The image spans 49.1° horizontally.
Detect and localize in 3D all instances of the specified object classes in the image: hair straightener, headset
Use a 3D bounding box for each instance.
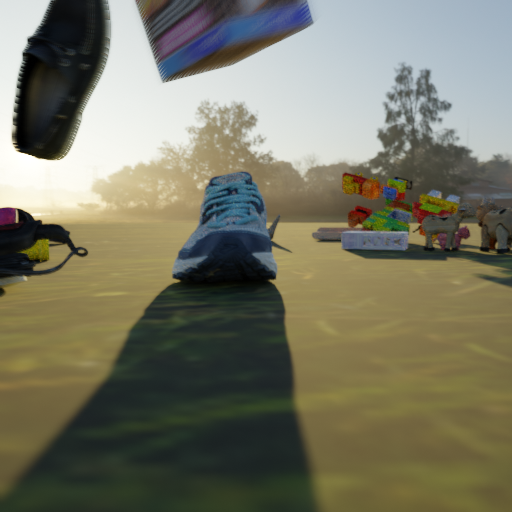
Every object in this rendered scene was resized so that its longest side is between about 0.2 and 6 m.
[{"bbox_3d":[-2.479,0.122,4.632,2.173,0.445,0.836,-5,46,-28],"label":"hair straightener"},{"bbox_3d":[-5.552,-0.529,12.816,2.403,1.129,1.484,15,0,-22],"label":"headset"}]

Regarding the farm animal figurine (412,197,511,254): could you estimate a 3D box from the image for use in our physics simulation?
[{"bbox_3d":[4.245,-0.589,10.341,1.971,1.028,1.950,-2,5,-24],"label":"farm animal figurine"}]

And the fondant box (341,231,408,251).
[{"bbox_3d":[2.377,-0.308,11.172,1.226,0.357,0.884,0,4,19],"label":"fondant box"}]

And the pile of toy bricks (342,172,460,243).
[{"bbox_3d":[3.275,-0.924,14.060,3.202,1.777,1.581,23,46,35],"label":"pile of toy bricks"}]

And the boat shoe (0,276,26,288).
[{"bbox_3d":[-2.799,0.027,5.369,1.737,0.519,0.621,3,5,39],"label":"boat shoe"}]

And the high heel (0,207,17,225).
[{"bbox_3d":[-5.387,-0.563,10.683,1.162,0.816,2.422,10,-8,-39],"label":"high heel"}]

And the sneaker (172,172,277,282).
[{"bbox_3d":[-0.345,-0.349,6.079,1.044,1.161,2.691,0,4,-3],"label":"sneaker"}]

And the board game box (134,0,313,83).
[{"bbox_3d":[-0.425,-2.319,4.280,0.772,1.595,1.271,-25,16,-27],"label":"board game box"}]

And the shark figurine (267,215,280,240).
[{"bbox_3d":[-0.504,-0.787,14.513,2.141,0.893,1.279,-1,5,11],"label":"shark figurine"}]

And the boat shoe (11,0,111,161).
[{"bbox_3d":[-3.279,-2.999,8.993,1.163,3.113,1.032,31,19,10],"label":"boat shoe"}]

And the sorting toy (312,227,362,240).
[{"bbox_3d":[2.388,-0.575,15.708,1.524,0.300,1.647,1,9,11],"label":"sorting toy"}]

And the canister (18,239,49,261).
[{"bbox_3d":[-3.599,-0.134,8.246,1.020,0.441,0.757,-3,5,-21],"label":"canister"}]
